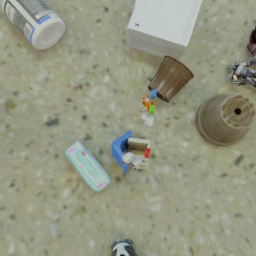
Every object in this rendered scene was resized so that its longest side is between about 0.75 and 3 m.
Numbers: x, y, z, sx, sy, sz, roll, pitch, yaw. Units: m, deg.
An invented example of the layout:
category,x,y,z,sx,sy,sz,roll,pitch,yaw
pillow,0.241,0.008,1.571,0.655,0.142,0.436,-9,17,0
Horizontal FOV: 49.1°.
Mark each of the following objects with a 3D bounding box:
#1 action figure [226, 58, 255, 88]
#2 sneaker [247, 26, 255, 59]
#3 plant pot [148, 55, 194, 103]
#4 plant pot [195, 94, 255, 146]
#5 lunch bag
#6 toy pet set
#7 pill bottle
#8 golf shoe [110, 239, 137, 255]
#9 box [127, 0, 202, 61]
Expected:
category,x,y,z,sx,sy,sz,roll,pitch,yaw
action figure,4.029,-1.716,9.206,1.727,0.599,1.124,30,88,8
sneaker,5.123,-3.216,9.235,2.701,1.022,1.560,-37,80,-5
plant pot,1.297,-1.501,8.939,1.153,1.153,1.142,37,90,5
plant pot,3.066,-0.352,8.529,1.714,1.487,1.714,0,80,1
lunch bag,-1.212,1.148,8.372,0.626,1.303,1.624,-41,84,-7
toy pet set,0.096,0.246,8.097,1.141,2.006,2.149,7,57,4
pill bottle,-3.243,-3.781,9.176,1.263,1.263,2.219,-41,84,-6
golf shoe,0.147,4.576,7.872,1.038,1.261,2.669,-24,83,-5
box,1.155,-3.487,9.115,1.950,1.275,1.940,19,82,3
